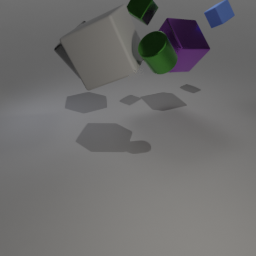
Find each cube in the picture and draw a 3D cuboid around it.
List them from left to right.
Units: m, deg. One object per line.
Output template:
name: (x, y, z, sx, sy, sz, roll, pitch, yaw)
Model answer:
cube: (-1.705, -2.949, 10.494, 1.400, 1.400, 1.400, -37, 23, 11)
cube: (-0.544, -2.003, 6.970, 1.400, 1.400, 1.400, -15, 27, 24)
cube: (0.467, -3.986, 9.340, 0.700, 0.700, 0.700, 38, 15, 17)
cube: (1.899, -3.058, 10.499, 1.400, 1.400, 1.400, -9, 68, -30)
cube: (3.558, -4.444, 10.922, 0.700, 0.700, 0.700, -37, 16, -15)

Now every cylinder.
cylinder: (0.677, -1.685, 6.317, 0.700, 0.700, 0.700, -13, 61, 25)
